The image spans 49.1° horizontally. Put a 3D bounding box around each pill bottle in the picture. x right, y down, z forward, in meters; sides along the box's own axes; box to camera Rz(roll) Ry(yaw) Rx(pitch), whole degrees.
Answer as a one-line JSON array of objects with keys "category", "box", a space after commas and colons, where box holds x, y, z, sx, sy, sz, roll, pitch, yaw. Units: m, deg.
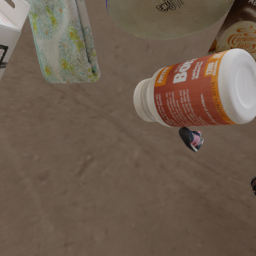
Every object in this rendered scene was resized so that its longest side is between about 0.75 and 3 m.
[{"category": "pill bottle", "box": [1.291, -0.700, 5.807, 1.359, 2.422, 1.359, 3, 86, -42]}]

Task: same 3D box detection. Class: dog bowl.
[{"category": "dog bowl", "box": [0.836, -2.976, 5.862, 2.631, 2.631, 1.036, 0, 77, 0]}]

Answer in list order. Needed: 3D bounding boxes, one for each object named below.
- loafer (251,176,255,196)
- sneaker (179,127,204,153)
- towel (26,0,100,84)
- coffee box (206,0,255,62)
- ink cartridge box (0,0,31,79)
[{"category": "loafer", "box": [3.052, 1.267, 5.870, 0.679, 1.888, 0.595, 10, 65, 8]}, {"category": "sneaker", "box": [1.499, 0.172, 6.565, 0.370, 1.054, 0.433, 35, 81, 36]}, {"category": "towel", "box": [-1.417, -1.917, 5.809, 0.484, 1.722, 2.011, -27, 114, -37]}, {"category": "coffee box", "box": [2.545, -1.806, 5.900, 1.238, 0.863, 2.164, 36, 123, 23]}, {"category": "ink cartridge box", "box": [-2.954, -1.703, 5.409, 1.340, 0.783, 2.309, 43, 112, 22]}]
